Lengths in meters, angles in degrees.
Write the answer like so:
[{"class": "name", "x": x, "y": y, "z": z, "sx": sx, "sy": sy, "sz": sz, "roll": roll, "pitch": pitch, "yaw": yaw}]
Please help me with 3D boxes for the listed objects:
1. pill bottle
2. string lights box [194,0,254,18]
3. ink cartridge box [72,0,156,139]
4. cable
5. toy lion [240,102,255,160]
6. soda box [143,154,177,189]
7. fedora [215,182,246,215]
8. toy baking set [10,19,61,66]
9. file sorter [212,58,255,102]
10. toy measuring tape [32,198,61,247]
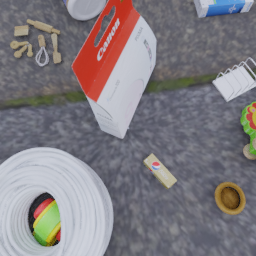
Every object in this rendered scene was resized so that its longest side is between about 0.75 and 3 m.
[{"class": "pill bottle", "x": -1.512, "y": -4.215, "z": 8.061, "sx": 1.140, "sy": 1.140, "sz": 1.970, "roll": -24, "pitch": 73, "yaw": -8}, {"class": "string lights box", "x": 2.797, "y": -3.806, "z": 8.287, "sx": 1.531, "sy": 0.451, "sz": 0.786, "roll": -7, "pitch": 71, "yaw": -3}, {"class": "ink cartridge box", "x": -0.067, "y": -1.345, "z": 6.125, "sx": 0.843, "sy": 2.953, "sz": 2.400, "roll": 22, "pitch": 73, "yaw": 8}, {"class": "cable", "x": -1.747, "y": 1.900, "z": 5.667, "sx": 2.959, "sy": 1.024, "sz": 2.959, "roll": 23, "pitch": 83, "yaw": 19}, {"class": "toy lion", "x": 3.607, "y": 0.122, "z": 6.914, "sx": 1.680, "sy": 0.577, "sz": 1.610, "roll": 21, "pitch": 60, "yaw": 1}, {"class": "soda box", "x": 0.759, "y": 1.045, "z": 6.731, "sx": 0.297, "sy": 0.280, "sz": 0.876, "roll": -39, "pitch": 75, "yaw": -12}, {"class": "fedora", "x": 2.340, "y": 1.646, "z": 6.513, "sx": 0.754, "sy": 0.307, "sz": 0.754, "roll": 0, "pitch": 64, "yaw": 1}, {"class": "toy baking set", "x": -2.530, "y": -2.413, "z": 7.975, "sx": 1.700, "sy": 0.198, "sz": 1.305, "roll": 18, "pitch": 75, "yaw": 6}, {"class": "file sorter", "x": 2.899, "y": -1.292, "z": 7.352, "sx": 0.989, "sy": 0.616, "sz": 0.686, "roll": -28, "pitch": 74, "yaw": -10}, {"class": "toy measuring tape", "x": -1.894, "y": 2.352, "z": 5.963, "sx": 0.963, "sy": 0.963, "sz": 2.618, "roll": 38, "pitch": 75, "yaw": 12}]
